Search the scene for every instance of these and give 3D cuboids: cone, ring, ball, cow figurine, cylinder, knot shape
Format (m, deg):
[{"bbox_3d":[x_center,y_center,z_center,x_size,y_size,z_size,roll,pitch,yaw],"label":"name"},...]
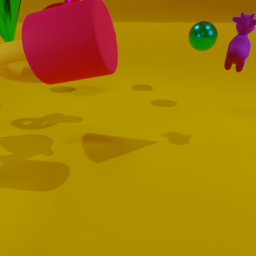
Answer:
[{"bbox_3d":[-3.094,-2.708,6.945,1.464,1.470,1.464,-11,13,2],"label":"cone"},{"bbox_3d":[-1.662,-1.144,5.045,1.581,0.316,1.581,-4,-7,0],"label":"ring"},{"bbox_3d":[2.129,-2.610,7.975,0.818,0.818,0.818,0,22,0],"label":"ball"},{"bbox_3d":[2.145,-1.647,5.335,0.502,0.900,0.914,16,57,20],"label":"cow figurine"},{"bbox_3d":[-0.739,-1.147,3.806,0.983,0.983,0.983,-7,20,14],"label":"cylinder"},{"bbox_3d":[-1.006,-2.254,6.348,1.780,1.666,0.823,-46,38,3],"label":"knot shape"}]
